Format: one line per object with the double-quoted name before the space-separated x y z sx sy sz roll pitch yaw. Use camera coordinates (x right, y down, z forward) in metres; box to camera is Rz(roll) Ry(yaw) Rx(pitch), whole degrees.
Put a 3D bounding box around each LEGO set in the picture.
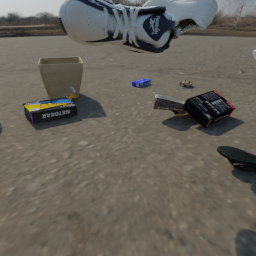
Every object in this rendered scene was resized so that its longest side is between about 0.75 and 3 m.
"LEGO set" -2.714 -1.219 11.891 1.230 0.566 0.458 -34 12 -6

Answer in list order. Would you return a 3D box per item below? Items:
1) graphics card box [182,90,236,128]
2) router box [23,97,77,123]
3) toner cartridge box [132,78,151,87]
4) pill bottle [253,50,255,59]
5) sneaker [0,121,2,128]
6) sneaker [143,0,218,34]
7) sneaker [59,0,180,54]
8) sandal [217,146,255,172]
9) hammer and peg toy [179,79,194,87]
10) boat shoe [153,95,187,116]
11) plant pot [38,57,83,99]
"graphics card box" 2.945 -0.733 10.129 1.807 0.460 1.134 -20 58 -40
"router box" -2.951 -0.709 10.629 1.714 0.438 1.278 -14 26 -30
"toner cartridge box" 0.726 -2.427 15.015 0.503 0.228 1.058 19 30 35
"pill bottle" 5.079 -2.844 10.196 0.935 0.508 0.508 -25 23 4
"sneaker" -4.901 -0.396 9.724 1.341 0.593 0.497 11 26 27
"sneaker" 1.258 -3.205 8.211 2.493 0.938 1.103 11 69 39
"sneaker" 0.053 -2.188 5.917 1.731 1.062 2.661 9 1 44
"sandal" 3.006 0.896 6.994 1.652 0.395 0.621 20 27 13
"hammer and peg toy" 3.018 -2.316 14.695 0.591 0.283 0.804 20 30 36
"boat shoe" 1.823 -0.760 10.487 1.889 0.562 0.679 13 4 -21
"plant pot" -3.003 -2.274 12.823 1.863 1.649 1.861 -6 24 -12
